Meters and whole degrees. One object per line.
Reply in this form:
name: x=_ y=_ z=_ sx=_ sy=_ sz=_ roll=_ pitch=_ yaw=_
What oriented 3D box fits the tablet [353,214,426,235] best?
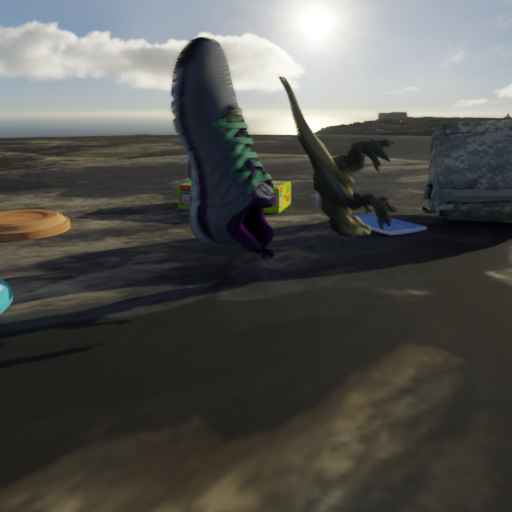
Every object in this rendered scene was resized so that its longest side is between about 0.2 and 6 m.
tablet: x=2.571 y=-0.663 z=11.685 sx=1.088 sy=0.114 sz=1.672 roll=-9 pitch=18 yaw=-31

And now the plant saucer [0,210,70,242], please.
plant saucer: x=-4.788 y=-0.654 z=11.282 sx=1.963 sy=0.317 sz=1.963 roll=0 pitch=14 yaw=0

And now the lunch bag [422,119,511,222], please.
lunch bag: x=5.030 y=-1.691 z=11.900 sx=2.848 sy=1.984 sz=2.388 roll=2 pitch=26 yaw=17

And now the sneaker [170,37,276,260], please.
sneaker: x=-0.266 y=-1.501 z=8.311 sx=1.454 sy=3.321 sz=1.236 roll=21 pitch=45 yaw=29

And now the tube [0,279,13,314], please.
tube: x=-3.192 y=0.754 z=5.978 sx=0.680 sy=0.443 sz=1.757 roll=-8 pitch=20 yaw=5

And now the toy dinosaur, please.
toy dinosaur: x=1.230 y=-1.071 z=7.645 sx=1.307 sy=2.965 sz=0.704 roll=17 pitch=58 yaw=42

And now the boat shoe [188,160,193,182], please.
boat shoe: x=-0.896 y=-1.986 z=10.650 sx=0.712 sy=0.655 sz=1.993 roll=38 pitch=28 yaw=-12

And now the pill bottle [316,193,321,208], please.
pill bottle: x=1.567 y=-1.208 z=12.007 sx=0.554 sy=0.314 sz=0.314 roll=-2 pitch=15 yaw=6

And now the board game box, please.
board game box: x=-0.517 y=-1.508 z=13.860 sx=2.529 sy=0.602 sz=1.285 roll=4 pitch=16 yaw=15
